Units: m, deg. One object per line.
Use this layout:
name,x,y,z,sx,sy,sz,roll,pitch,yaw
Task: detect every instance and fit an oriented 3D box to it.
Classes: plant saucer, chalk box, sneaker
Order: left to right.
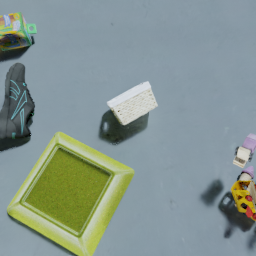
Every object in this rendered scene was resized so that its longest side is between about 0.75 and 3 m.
chalk box,-3.702,-3.211,9.256,1.290,0.798,0.802,-14,71,-5
sneaker,-3.260,-0.805,8.454,0.958,0.911,2.416,6,75,-13
plant saucer,-1.563,1.650,7.546,2.681,0.642,2.677,26,72,10

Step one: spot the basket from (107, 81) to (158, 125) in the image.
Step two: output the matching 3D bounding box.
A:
basket,0.138,-0.708,8.190,1.274,0.864,0.786,-31,100,-8

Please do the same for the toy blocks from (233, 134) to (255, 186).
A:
toy blocks,4.006,0.783,7.214,2.011,1.879,1.693,27,66,28

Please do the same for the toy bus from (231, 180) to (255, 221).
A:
toy bus,3.159,1.975,7.440,0.608,1.111,1.177,-11,61,43
